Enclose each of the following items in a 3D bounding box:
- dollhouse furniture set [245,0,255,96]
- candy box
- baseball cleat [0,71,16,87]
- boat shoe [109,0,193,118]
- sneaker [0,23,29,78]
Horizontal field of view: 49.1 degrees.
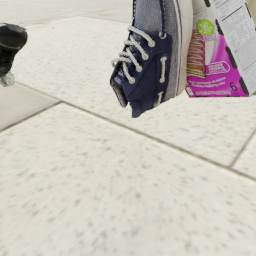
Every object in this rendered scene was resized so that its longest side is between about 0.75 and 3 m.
[{"bbox_3d":[3.364,-2.100,6.270,1.419,2.828,1.853,-9,73,6],"label":"dollhouse furniture set"},{"bbox_3d":[1.299,-1.727,5.018,0.745,2.442,1.665,-37,19,-17],"label":"candy box"},{"bbox_3d":[-3.816,-1.800,8.236,0.682,1.281,0.447,-11,25,10],"label":"baseball cleat"},{"bbox_3d":[0.271,-1.303,4.718,1.304,2.813,1.050,-34,51,-14],"label":"boat shoe"},{"bbox_3d":[-2.964,-1.744,6.791,0.812,0.939,2.144,4,-9,-37],"label":"sneaker"}]
